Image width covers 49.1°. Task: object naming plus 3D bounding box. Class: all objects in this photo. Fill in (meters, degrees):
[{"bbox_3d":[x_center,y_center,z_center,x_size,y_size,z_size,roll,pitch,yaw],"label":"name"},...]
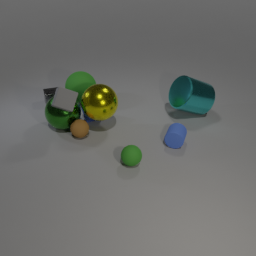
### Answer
[{"bbox_3d":[0.112,0.903,9.202,0.700,0.700,0.700,0,32,0],"label":"ball"},{"bbox_3d":[1.745,0.278,10.228,0.700,0.700,0.700,11,34,17],"label":"cylinder"},{"bbox_3d":[-3.455,-1.389,12.858,0.700,0.700,0.700,-11,34,-17],"label":"cube"},{"bbox_3d":[-2.555,-0.631,11.020,1.400,1.400,1.400,0,32,0],"label":"ball"},{"bbox_3d":[-1.454,-0.741,11.600,0.700,0.700,0.700,-16,72,-23],"label":"cube"},{"bbox_3d":[-1.824,0.019,10.597,0.700,0.700,0.700,0,32,0],"label":"ball"},{"bbox_3d":[2.667,-1.357,11.759,1.400,1.400,1.400,11,24,-31],"label":"cylinder"},{"bbox_3d":[-2.260,-1.013,9.978,0.700,0.700,0.700,18,-3,-21],"label":"cube"},{"bbox_3d":[-1.069,-0.970,10.613,1.400,1.400,1.400,0,32,0],"label":"ball"},{"bbox_3d":[-2.114,-1.841,12.605,1.400,1.400,1.400,0,32,0],"label":"ball"}]
